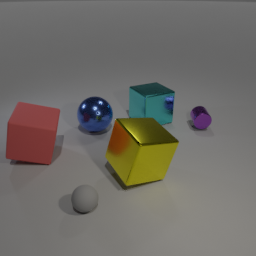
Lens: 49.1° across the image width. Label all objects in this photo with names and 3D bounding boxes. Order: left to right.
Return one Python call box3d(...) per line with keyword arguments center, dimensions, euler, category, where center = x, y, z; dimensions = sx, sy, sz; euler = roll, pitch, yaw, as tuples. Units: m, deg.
box3d(center=(-3.089, 0.157, 9.210), dimensions=(1.400, 1.400, 1.400), euler=(10, 30, -13), category="cube")
box3d(center=(-1.115, 1.818, 7.252), dimensions=(0.700, 0.700, 0.700), euler=(0, 28, 0), category="ball")
box3d(center=(-1.287, -0.535, 10.960), dimensions=(1.400, 1.400, 1.400), euler=(0, 28, 0), category="ball")
box3d(center=(0.364, 0.631, 8.225), dimensions=(1.400, 1.400, 1.400), euler=(-3, 33, -34), category="cube")
box3d(center=(0.966, -0.991, 11.789), dimensions=(1.400, 1.400, 1.400), euler=(-13, 30, -25), category="cube")
box3d(center=(2.913, -0.427, 11.220), dimensions=(0.700, 0.700, 0.700), euler=(-1, 31, -2), category="cylinder")
